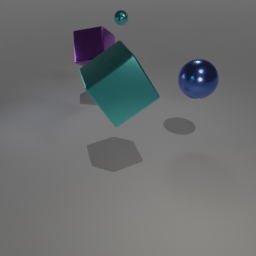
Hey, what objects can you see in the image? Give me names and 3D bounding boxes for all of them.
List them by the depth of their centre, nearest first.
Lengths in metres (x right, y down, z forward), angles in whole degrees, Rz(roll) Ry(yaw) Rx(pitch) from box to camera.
[{"bbox_3d":[-0.257,-1.178,7.368,1.400,1.400,1.400,-34,35,5],"label":"cube"},{"bbox_3d":[2.480,-1.726,9.924,1.400,1.400,1.400,0,30,0],"label":"ball"},{"bbox_3d":[-1.446,-3.513,12.408,1.400,1.400,1.400,-3,1,19],"label":"cube"},{"bbox_3d":[-0.338,-5.443,13.840,0.700,0.700,0.700,0,30,0],"label":"ball"}]
